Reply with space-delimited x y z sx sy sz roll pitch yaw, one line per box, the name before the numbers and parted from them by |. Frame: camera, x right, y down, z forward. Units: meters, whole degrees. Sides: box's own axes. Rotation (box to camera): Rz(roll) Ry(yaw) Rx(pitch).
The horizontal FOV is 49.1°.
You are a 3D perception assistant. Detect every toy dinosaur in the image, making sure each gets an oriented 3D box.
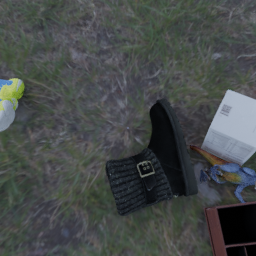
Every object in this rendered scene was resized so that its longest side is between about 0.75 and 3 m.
toy dinosaur | 3.053 1.161 7.444 2.043 1.182 2.251 1 55 -21

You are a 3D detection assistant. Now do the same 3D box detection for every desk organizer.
desk organizer | 2.726 3.147 6.452 0.991 1.064 2.764 0 68 -19

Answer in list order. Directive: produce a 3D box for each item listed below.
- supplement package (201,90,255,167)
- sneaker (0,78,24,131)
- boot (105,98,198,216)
supplement package | 2.814 0.062 7.417 1.200 1.593 1.209 25 71 16
sneaker | -3.739 -0.707 7.966 1.070 0.771 2.037 8 41 -4
boot | 0.423 0.675 7.491 2.196 1.105 2.938 -12 65 -1
